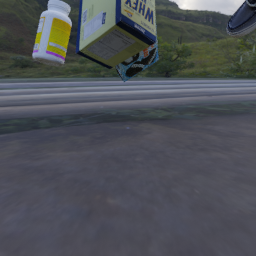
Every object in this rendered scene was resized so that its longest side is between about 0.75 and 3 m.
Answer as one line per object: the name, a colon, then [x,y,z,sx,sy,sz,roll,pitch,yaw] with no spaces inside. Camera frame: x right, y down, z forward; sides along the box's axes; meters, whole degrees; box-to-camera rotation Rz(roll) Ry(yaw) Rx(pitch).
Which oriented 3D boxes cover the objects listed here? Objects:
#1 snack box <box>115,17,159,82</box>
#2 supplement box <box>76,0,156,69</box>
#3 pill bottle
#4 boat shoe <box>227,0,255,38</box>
snack box: [0.204,-2.899,9.813,1.678,0.536,2.888,-34,-21,-4]
supplement box: [-0.324,-2.788,7.228,1.180,1.758,1.756,17,-24,-41]
pill bottle: [-2.441,-3.106,9.217,1.020,1.956,1.020,12,-1,0]
boat shoe: [2.699,-2.813,5.767,0.923,1.991,0.743,14,45,-38]
